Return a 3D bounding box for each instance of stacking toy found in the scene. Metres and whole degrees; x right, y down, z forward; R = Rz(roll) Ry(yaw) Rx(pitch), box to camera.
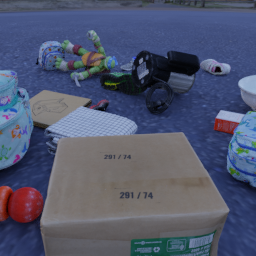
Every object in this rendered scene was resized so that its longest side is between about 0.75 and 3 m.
[{"bbox_3d":[-2.702,1.353,5.059,2.297,0.980,0.980,5,27,-5],"label":"stacking toy"}]

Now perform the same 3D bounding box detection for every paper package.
[{"bbox_3d":[-0.012,1.192,4.759,2.535,1.311,2.416,-2,28,-5],"label":"paper package"}]

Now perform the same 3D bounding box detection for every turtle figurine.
[{"bbox_3d":[-2.162,-3.262,12.508,2.824,2.096,2.912,14,27,33],"label":"turtle figurine"}]

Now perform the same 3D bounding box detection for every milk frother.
[{"bbox_3d":[1.462,-1.540,10.046,2.077,2.208,1.993,3,1,-32],"label":"milk frother"}]

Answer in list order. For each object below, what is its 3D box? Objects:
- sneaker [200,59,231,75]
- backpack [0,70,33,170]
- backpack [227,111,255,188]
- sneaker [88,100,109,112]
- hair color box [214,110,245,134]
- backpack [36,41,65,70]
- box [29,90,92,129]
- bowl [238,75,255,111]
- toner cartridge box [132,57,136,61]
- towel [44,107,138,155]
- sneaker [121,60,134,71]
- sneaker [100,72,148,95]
[{"bbox_3d":[4.094,-2.904,13.389,1.456,0.592,0.642,21,32,35],"label":"sneaker"},{"bbox_3d":[-3.617,-0.164,6.708,2.509,2.128,2.827,-6,34,-11],"label":"backpack"},{"bbox_3d":[3.062,0.428,6.278,1.731,1.631,2.122,24,52,33],"label":"backpack"},{"bbox_3d":[-0.876,-0.649,9.330,0.485,0.351,0.992,17,33,27],"label":"sneaker"},{"bbox_3d":[3.303,-0.098,8.187,1.381,0.423,0.701,14,30,26],"label":"hair color box"},{"bbox_3d":[-3.759,-3.584,13.884,1.415,1.347,1.090,-19,50,-32],"label":"backpack"},{"bbox_3d":[-2.497,-0.613,9.062,2.103,0.224,1.719,13,40,26],"label":"box"},{"bbox_3d":[4.731,-1.046,9.413,2.025,0.910,2.025,-3,29,2],"label":"bowl"},{"bbox_3d":[0.765,-3.797,15.512,0.972,0.210,0.462,-5,27,-11],"label":"toner cartridge box"},{"bbox_3d":[-0.907,0.273,7.102,1.927,0.825,1.596,14,32,22],"label":"towel"},{"bbox_3d":[0.107,-3.183,14.051,1.148,0.471,0.429,-19,33,-32],"label":"sneaker"},{"bbox_3d":[-0.084,-1.914,11.242,2.120,0.827,0.903,18,32,32],"label":"sneaker"}]
